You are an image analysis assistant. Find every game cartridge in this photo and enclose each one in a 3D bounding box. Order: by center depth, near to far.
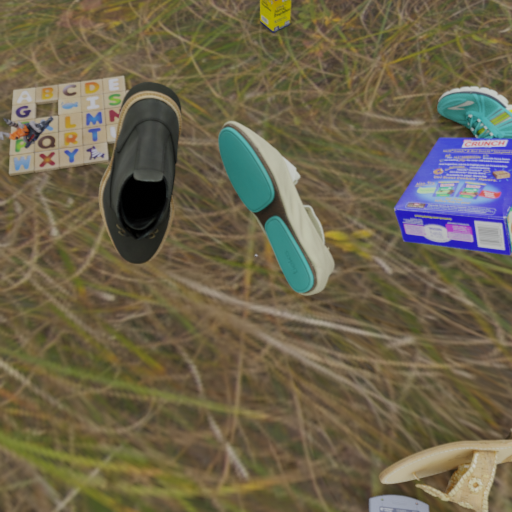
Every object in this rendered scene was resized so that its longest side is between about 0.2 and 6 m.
[{"bbox_3d":[2.146,3.930,8.427,0.891,0.182,0.593,6,62,3],"label":"game cartridge"}]

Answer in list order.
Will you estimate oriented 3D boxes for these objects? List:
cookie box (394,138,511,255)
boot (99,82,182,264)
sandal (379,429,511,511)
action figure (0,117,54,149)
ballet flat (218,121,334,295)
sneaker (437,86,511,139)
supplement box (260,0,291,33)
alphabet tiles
[{"bbox_3d":[2.972,-0.891,7.696,1.490,0.654,1.741,10,49,39],"label":"cookie box"},{"bbox_3d":[-1.658,-0.539,7.645,1.158,2.989,2.067,3,43,-10],"label":"boot"},{"bbox_3d":[3.310,3.293,8.303,2.791,1.024,0.918,-10,50,-12],"label":"sandal"},{"bbox_3d":[-4.300,-2.452,10.585,0.900,0.870,0.471,-37,91,18],"label":"action figure"},{"bbox_3d":[0.361,-0.728,7.948,0.926,0.926,2.666,-27,95,-16],"label":"ballet flat"},{"bbox_3d":[5.167,-2.836,12.232,2.641,1.023,1.052,30,71,17],"label":"sneaker"},{"bbox_3d":[0.495,-6.422,14.387,0.586,1.077,0.590,-33,64,-18],"label":"supplement box"},{"bbox_3d":[-3.996,-3.093,12.865,3.186,0.120,2.663,-10,58,-5],"label":"alphabet tiles"}]
